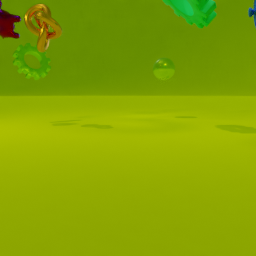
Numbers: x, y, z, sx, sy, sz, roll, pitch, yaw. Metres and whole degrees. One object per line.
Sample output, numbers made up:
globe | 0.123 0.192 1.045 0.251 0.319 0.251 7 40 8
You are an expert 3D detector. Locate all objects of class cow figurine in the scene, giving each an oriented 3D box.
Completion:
cow figurine | -3.996 -3.412 8.775 1.162 1.181 0.648 -3 24 -39

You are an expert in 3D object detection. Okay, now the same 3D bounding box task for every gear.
gear | -3.469 -2.413 10.161 1.327 1.327 0.245 -7 -11 -42
gear | 1.493 -3.558 7.569 2.009 0.372 2.009 41 7 -6

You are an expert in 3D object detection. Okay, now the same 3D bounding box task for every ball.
ball | 1.529 -2.511 11.902 0.947 0.947 0.947 0 7 0

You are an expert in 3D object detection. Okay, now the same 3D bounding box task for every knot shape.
knot shape | -2.594 -3.102 8.393 0.649 1.315 1.406 -22 -12 -36

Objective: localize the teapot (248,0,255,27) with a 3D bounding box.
teapot | 2.994 -2.544 5.862 0.864 1.765 1.097 -5 46 13
